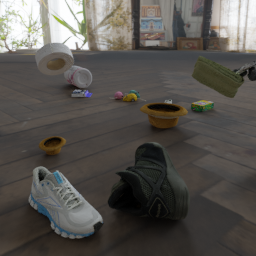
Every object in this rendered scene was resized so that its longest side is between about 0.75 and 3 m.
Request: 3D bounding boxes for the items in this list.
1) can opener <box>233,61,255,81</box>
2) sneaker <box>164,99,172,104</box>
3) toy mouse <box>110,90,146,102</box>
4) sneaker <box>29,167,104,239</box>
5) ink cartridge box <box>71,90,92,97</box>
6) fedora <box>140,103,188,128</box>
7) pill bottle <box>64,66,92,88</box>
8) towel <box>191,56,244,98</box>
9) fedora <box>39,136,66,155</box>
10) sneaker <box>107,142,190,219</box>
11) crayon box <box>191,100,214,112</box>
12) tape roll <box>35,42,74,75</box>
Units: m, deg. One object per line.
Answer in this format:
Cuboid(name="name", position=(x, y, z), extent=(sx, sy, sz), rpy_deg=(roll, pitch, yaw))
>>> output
Cuboid(name="can opener", position=(3.836, -1.702, 9.542), extent=(0.537, 0.673, 2.014), rpy_deg=(-21, -7, -5))
Cuboid(name="sneaker", position=(1.920, -1.240, 14.115), extent=(0.341, 0.331, 0.934), rpy_deg=(12, 23, 29))
Cuboid(name="toy mouse", position=(-0.060, -1.887, 15.829), extent=(1.995, 0.386, 1.773), rpy_deg=(-1, 20, -4))
Cuboid(name="sneaker", position=(-1.397, 1.434, 5.798), extent=(2.213, 0.959, 0.829), rpy_deg=(17, 25, 37))
Cuboid(name="ink cartridge box", position=(-2.692, -2.035, 16.485), extent=(1.087, 0.236, 1.077), rpy_deg=(1, 19, 0))
Cuboid(name="fedora", position=(1.425, -0.476, 11.323), extent=(1.919, 0.783, 1.919), rpy_deg=(1, 20, 0))
Cuboid(name="pill bottle", position=(-3.456, -3.513, 18.994), extent=(1.297, 1.297, 2.288), rpy_deg=(-11, 22, -28))
Cuboid(name="towel", position=(3.047, -1.724, 9.688), extent=(1.731, 1.284, 0.316), rpy_deg=(32, 73, 15))
Cuboid(name="fedora", position=(-2.395, 0.600, 8.953), extent=(0.901, 0.368, 0.901), rpy_deg=(-1, 27, 0))
Cuboid(name="sneaker", position=(0.253, 1.089, 6.588), extent=(1.559, 1.040, 2.721), rpy_deg=(3, 24, -12))
Cuboid(name="crayon box", position=(3.651, -1.089, 13.726), extent=(1.055, 0.307, 0.627), rpy_deg=(-18, 26, -40))
Cuboid(name="tape roll", position=(-2.567, -2.402, 9.813), extent=(1.274, 0.446, 1.274), rpy_deg=(-18, -20, -7))
